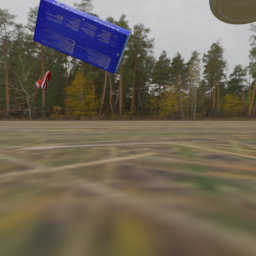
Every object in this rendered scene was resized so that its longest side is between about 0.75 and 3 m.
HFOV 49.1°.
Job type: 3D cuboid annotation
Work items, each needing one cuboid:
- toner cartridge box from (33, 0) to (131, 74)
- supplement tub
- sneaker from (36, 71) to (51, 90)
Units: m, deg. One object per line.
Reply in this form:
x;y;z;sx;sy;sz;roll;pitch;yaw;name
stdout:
-1.528;-3.024;9.226;2.946;1.399;0.636;23;31;-1;toner cartridge box
2.225;-3.222;5.398;1.302;2.125;1.302;6;-21;2;supplement tub
-3.382;-1.915;11.067;0.478;0.828;0.324;9;-26;18;sneaker
